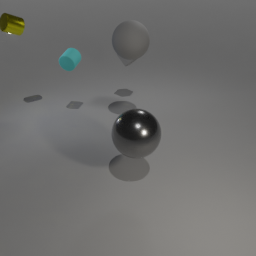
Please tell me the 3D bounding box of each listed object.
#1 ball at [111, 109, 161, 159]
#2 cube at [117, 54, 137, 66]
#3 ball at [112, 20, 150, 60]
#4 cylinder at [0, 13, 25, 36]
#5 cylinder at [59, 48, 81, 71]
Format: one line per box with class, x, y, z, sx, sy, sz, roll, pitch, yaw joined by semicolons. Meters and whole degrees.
ball;0.235;0.156;7.873;1.400;1.400;1.400;0;30;0
cube;0.035;-3.399;13.088;0.700;0.700;0.700;-34;5;26
ball;0.105;-3.233;10.339;1.400;1.400;1.400;0;30;0
cylinder;-4.508;-4.022;10.888;0.700;0.700;0.700;25;17;36
cylinder;-2.358;-2.797;11.431;0.700;0.700;0.700;8;44;14
